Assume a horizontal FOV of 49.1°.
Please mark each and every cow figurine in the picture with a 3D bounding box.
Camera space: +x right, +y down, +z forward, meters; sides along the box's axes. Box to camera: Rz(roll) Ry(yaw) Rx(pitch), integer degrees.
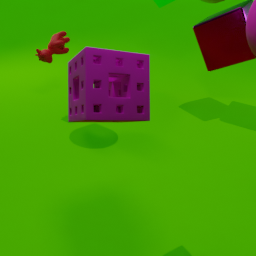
[{"bbox_3d":[-2.022,-2.153,7.506,0.864,0.482,0.878,-10,57,13],"label":"cow figurine"}]

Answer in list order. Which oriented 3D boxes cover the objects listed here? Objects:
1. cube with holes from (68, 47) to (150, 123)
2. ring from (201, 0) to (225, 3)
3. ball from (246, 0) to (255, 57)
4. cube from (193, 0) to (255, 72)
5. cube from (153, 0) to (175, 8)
[{"bbox_3d":[-0.252,-0.452,3.341,0.754,0.754,0.754,0,0,-26],"label":"cube with holes"},{"bbox_3d":[0.380,-1.461,1.720,0.273,1.364,1.364,-22,30,8],"label":"ring"},{"bbox_3d":[1.963,-1.209,3.202,1.138,1.138,1.138,0,31,0],"label":"ball"},{"bbox_3d":[2.708,-2.450,7.455,1.287,1.287,1.287,-10,22,40],"label":"cube"},{"bbox_3d":[1.102,-4.127,7.684,0.984,0.984,0.984,-53,25,-13],"label":"cube"}]
